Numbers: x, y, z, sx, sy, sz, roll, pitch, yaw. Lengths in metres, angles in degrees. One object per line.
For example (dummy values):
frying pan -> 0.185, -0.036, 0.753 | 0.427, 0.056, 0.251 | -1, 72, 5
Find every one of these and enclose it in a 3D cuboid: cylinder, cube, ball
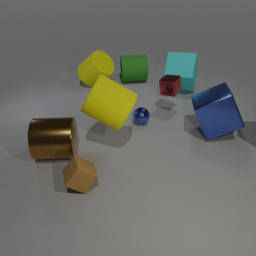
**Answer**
cylinder -> -2.479, 0.346, 9.443 | 1.400, 1.400, 1.400 | -2, 31, -3
cube -> -1.399, 1.344, 8.159 | 0.700, 0.700, 0.700 | 29, 16, -31
cylinder -> 0.320, -3.276, 15.355 | 1.400, 1.400, 1.400 | -5, 32, -4
cylinder -> -1.668, -3.080, 14.605 | 1.400, 1.400, 1.400 | -27, 10, 41
ball -> 0.551, -0.504, 11.474 | 0.700, 0.700, 0.700 | 0, 31, 0
cube -> 3.330, -0.644, 10.522 | 1.400, 1.400, 1.400 | -22, 21, 19
cylinder -> -0.626, -0.833, 9.290 | 1.400, 1.400, 1.400 | 29, 31, -8
cube -> 1.820, -1.833, 12.032 | 0.700, 0.700, 0.700 | 12, 38, 33
cube -> 2.670, -2.803, 14.045 | 1.400, 1.400, 1.400 | 7, 72, 18
